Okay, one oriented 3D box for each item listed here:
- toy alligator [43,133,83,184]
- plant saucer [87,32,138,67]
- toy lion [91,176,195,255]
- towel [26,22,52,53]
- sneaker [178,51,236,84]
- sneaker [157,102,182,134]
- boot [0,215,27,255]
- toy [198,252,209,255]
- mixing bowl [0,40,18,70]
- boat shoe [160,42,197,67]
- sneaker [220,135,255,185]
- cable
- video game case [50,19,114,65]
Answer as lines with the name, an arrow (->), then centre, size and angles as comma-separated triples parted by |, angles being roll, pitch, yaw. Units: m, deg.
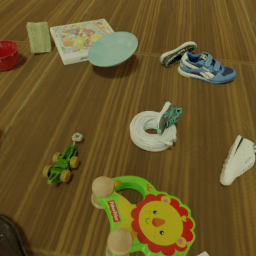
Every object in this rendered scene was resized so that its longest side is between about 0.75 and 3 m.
toy alligator -> -1.676, 0.905, 7.695 | 0.652, 0.472, 1.966 | 13, 39, 12
plant saucer -> -0.551, -2.897, 10.657 | 1.986, 0.382, 1.986 | -10, 50, 12
toy lion -> 0.388, 2.022, 6.481 | 2.104, 0.754, 2.195 | -9, 46, -18
towel -> -3.680, -3.766, 11.678 | 0.919, 1.239, 0.226 | -15, 23, -29
sneaker -> 2.985, -2.289, 10.497 | 2.170, 0.892, 0.802 | 13, 45, 10
sneaker -> 1.222, -0.298, 8.206 | 0.580, 0.493, 1.272 | 14, 49, 20
boot -> -2.691, 2.183, 5.067 | 2.532, 2.204, 0.877 | 34, 71, 26
toy -> 1.129, 3.231, 5.389 | 1.898, 0.448, 1.093 | -21, 50, -19
mixing bowl -> -4.974, -2.788, 11.071 | 1.402, 0.759, 1.402 | 0, 46, 0
boat shoe -> 2.142, -2.933, 11.363 | 1.709, 0.604, 0.544 | -28, 55, -12
sneaker -> 3.029, 0.910, 7.567 | 0.706, 0.670, 1.754 | 30, 54, 14
cable -> 0.752, 0.078, 8.455 | 1.393, 0.482, 1.393 | 6, 45, 5
video game case -> -1.863, -3.950, 12.505 | 2.687, 0.338, 2.952 | -15, 47, -15
